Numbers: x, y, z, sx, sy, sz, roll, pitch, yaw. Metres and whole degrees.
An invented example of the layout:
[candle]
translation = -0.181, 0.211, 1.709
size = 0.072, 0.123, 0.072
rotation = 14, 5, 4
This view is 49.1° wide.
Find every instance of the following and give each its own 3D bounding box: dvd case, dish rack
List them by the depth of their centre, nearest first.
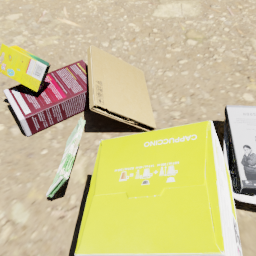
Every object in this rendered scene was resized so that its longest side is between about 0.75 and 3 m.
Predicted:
[dvd case]
translation = 3.838, 0.482, 7.466
size = 2.114, 0.348, 2.812
rotation = 3, 48, 6
[dish rack]
translation = 3.883, 0.954, 7.738
size = 2.534, 0.643, 2.953
rotation = 8, 51, 10

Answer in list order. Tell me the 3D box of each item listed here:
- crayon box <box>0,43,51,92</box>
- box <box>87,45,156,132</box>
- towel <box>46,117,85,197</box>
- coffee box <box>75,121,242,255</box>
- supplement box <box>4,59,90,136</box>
[crayon box]
translation = -3.097, -1.804, 8.254
size = 1.418, 0.900, 0.360
rotation = 28, 25, -4
[box]
translation = -0.232, -1.300, 9.029
size = 2.268, 0.295, 2.774
rotation = 20, 43, -31
[towel]
translation = -1.592, 0.756, 7.204
size = 0.213, 1.391, 1.823
rotation = 24, 49, -16
[coffee box]
translation = 0.789, 1.650, 5.592
size = 2.430, 2.407, 2.434
rotation = -11, 47, 23
[supplement box]
translation = -2.348, -1.068, 9.254
size = 2.868, 0.873, 1.561
rotation = -27, 56, -19
